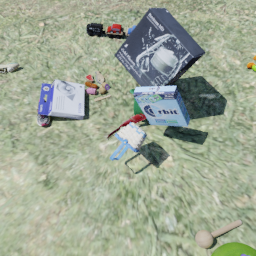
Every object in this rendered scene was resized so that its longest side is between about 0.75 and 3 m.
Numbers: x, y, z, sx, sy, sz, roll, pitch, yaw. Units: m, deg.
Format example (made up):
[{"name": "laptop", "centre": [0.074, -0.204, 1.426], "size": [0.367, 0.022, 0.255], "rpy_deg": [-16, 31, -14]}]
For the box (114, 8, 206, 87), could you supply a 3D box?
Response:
[{"name": "box", "centre": [0.998, -2.404, 9.084], "size": [2.016, 1.982, 1.249], "rpy_deg": [50, 36, 6]}]

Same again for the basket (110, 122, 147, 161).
[{"name": "basket", "centre": [-0.033, 0.482, 8.608], "size": [0.886, 1.124, 1.274], "rpy_deg": [36, 90, 9]}]

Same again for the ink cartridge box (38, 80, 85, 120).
[{"name": "ink cartridge box", "centre": [-2.503, -1.129, 10.711], "size": [1.672, 0.339, 1.669], "rpy_deg": [6, 52, -17]}]

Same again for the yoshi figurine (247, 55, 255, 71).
[{"name": "yoshi figurine", "centre": [5.684, -2.412, 11.750], "size": [0.796, 0.799, 1.421], "rpy_deg": [-34, 62, -4]}]

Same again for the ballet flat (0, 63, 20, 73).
[{"name": "ballet flat", "centre": [-5.249, -2.560, 12.098], "size": [1.122, 0.390, 0.390], "rpy_deg": [-5, 54, -2]}]

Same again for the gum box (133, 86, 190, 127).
[{"name": "gum box", "centre": [1.058, -0.641, 8.589], "size": [1.322, 1.556, 0.347], "rpy_deg": [4, 58, 32]}]

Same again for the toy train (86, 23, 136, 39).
[{"name": "toy train", "centre": [-0.574, -4.667, 13.412], "size": [2.935, 0.672, 0.501], "rpy_deg": [7, 54, 5]}]

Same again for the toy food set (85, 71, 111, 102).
[{"name": "toy food set", "centre": [-1.330, -1.790, 11.544], "size": [1.000, 0.248, 1.574], "rpy_deg": [-21, 56, -15]}]

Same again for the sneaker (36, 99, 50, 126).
[{"name": "sneaker", "centre": [-3.233, -0.581, 10.528], "size": [0.480, 0.445, 1.191], "rpy_deg": [-11, 55, -8]}]

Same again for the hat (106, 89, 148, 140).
[{"name": "hat", "centre": [0.606, -0.343, 10.443], "size": [2.125, 1.871, 1.760], "rpy_deg": [17, 16, 5]}]

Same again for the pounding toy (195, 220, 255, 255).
[{"name": "pounding toy", "centre": [2.876, 3.455, 7.178], "size": [1.684, 1.012, 2.182], "rpy_deg": [-14, 55, -11]}]
